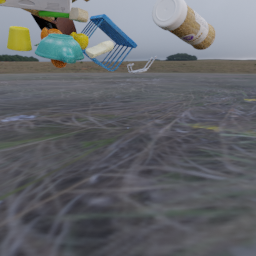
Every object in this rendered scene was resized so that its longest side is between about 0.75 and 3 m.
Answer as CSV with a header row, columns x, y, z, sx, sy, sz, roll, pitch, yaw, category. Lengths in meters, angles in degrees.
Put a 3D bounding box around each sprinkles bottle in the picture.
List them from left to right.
x,y,z,sx,sy,sz,roll,pitch,yaw,category
1.776,-3.109,8.444,0.915,0.915,2.681,10,5,36,sprinkles bottle

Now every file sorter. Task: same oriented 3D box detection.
x,y,z,sx,sy,sz,roll,pitch,yaw,category
-0.927,-3.052,10.173,1.506,1.331,2.170,36,4,-26,file sorter

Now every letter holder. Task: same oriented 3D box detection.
x,y,z,sx,sy,sz,roll,pitch,yaw,category
-2.478,-3.974,10.280,0.959,1.356,1.908,25,-11,8,letter holder

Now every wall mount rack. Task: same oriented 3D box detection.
x,y,z,sx,sy,sz,roll,pitch,yaw,category
0.565,-2.423,10.851,1.094,0.469,1.259,-16,14,-6,wall mount rack

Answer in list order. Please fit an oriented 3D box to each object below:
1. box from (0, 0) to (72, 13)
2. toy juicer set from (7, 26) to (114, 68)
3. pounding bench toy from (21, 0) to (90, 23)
x,y,z,sx,sy,sz,roll,pitch,yaw,category
-1.418,-2.476,3.780,1.272,1.631,0.336,4,42,-4,box
-1.470,-1.944,7.075,2.874,0.782,1.828,21,26,26,toy juicer set
-1.977,-3.373,7.134,1.578,2.022,1.256,-18,-6,25,pounding bench toy
